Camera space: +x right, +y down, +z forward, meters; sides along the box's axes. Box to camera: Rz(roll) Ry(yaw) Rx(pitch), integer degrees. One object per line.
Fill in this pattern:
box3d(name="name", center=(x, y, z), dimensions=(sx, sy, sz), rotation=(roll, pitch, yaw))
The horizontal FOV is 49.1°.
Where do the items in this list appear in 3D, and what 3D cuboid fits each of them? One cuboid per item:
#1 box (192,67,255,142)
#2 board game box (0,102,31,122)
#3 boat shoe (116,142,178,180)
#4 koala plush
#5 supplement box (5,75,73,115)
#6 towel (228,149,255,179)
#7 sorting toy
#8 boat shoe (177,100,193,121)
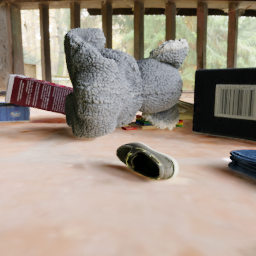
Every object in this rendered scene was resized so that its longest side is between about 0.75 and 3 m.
box3d(name="box", center=(3.336, -0.653, 6.943), dimensions=(2.944, 1.576, 2.185), rotation=(-9, 13, -42))
box3d(name="board game box", center=(-4.771, -0.602, 9.797), dimensions=(2.575, 0.559, 2.563), rotation=(-2, 9, -18))
box3d(name="boat shoe", center=(0.178, 0.446, 3.944), dimensions=(0.333, 0.398, 1.113), rotation=(-1, 12, -42))
box3d(name="koala plush", center=(0.069, -0.980, 6.891), dimensions=(2.997, 2.658, 2.754), rotation=(-3, 22, -18))
box3d(name="supplement box", center=(-2.301, -0.998, 9.270), dimensions=(2.919, 0.889, 1.588), rotation=(12, 8, -10))
box3d(name="towel", center=(1.990, 0.532, 3.719), dimensions=(0.685, 0.298, 1.227), rotation=(-3, 10, -24))
box3d(name="sorting toy", center=(0.560, -0.212, 8.167), dimensions=(1.990, 0.337, 0.959), rotation=(-4, 10, -23))
box3d(name="boat shoe", center=(2.310, -0.587, 8.925), dimensions=(2.295, 0.722, 0.837), rotation=(6, 14, 14))
